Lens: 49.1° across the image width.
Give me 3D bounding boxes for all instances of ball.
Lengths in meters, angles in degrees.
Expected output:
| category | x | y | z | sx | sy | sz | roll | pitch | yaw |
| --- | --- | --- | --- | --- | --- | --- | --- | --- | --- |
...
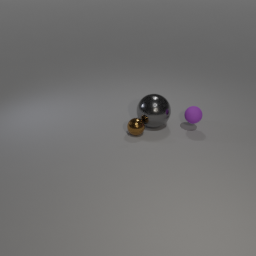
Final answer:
| category | x | y | z | sx | sy | sz | roll | pitch | yaw |
| --- | --- | --- | --- | --- | --- | --- | --- | --- | --- |
| ball | 0.315 | -0.051 | 10.991 | 0.700 | 0.700 | 0.700 | 0 | 29 | 0 |
| ball | 2.599 | -0.522 | 11.132 | 0.700 | 0.700 | 0.700 | 0 | 29 | 0 |
| ball | 1.050 | -0.701 | 11.460 | 1.400 | 1.400 | 1.400 | 0 | 29 | 0 |
